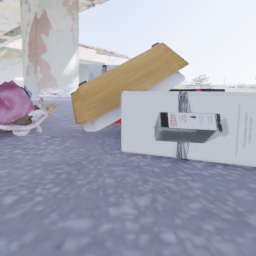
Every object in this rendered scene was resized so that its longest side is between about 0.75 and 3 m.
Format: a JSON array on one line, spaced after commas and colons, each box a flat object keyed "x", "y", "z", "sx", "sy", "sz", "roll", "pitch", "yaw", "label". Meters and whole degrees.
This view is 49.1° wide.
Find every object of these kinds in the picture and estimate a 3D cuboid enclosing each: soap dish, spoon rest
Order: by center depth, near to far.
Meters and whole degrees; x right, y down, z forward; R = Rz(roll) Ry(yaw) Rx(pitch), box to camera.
[{"x": -0.145, "y": -1.065, "z": 7.577, "sx": 2.949, "sy": 1.198, "sz": 2.320, "roll": -31, "pitch": 8, "yaw": -14, "label": "soap dish"}, {"x": -2.720, "y": 0.039, "z": 7.588, "sx": 0.437, "sy": 0.266, "sz": 0.879, "roll": 4, "pitch": 8, "yaw": 27, "label": "spoon rest"}]

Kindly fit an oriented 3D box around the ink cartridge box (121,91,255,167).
[{"x": 1.490, "y": -0.105, "z": 5.326, "sx": 2.751, "sy": 1.140, "sz": 2.019, "roll": 4, "pitch": 7, "yaw": 26, "label": "ink cartridge box"}]

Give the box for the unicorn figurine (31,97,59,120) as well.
[{"x": -3.848, "y": -0.627, "z": 10.336, "sx": 2.253, "sy": 0.832, "sz": 1.547, "roll": 16, "pitch": -28, "yaw": -31, "label": "unicorn figurine"}]

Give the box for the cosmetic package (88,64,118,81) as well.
[{"x": -0.608, "y": -1.809, "z": 11.284, "sx": 1.715, "sy": 1.414, "sz": 1.415, "roll": 3, "pitch": 9, "yaw": 11, "label": "cosmetic package"}]

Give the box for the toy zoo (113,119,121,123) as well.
[{"x": -0.488, "y": -0.425, "z": 10.799, "sx": 2.633, "sy": 0.269, "sz": 1.727, "roll": 2, "pitch": 9, "yaw": 16, "label": "toy zoo"}]

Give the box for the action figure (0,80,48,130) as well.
[{"x": -3.560, "y": -0.147, "z": 6.493, "sx": 1.758, "sy": 1.954, "sz": 2.624, "roll": -40, "pitch": 5, "yaw": 38, "label": "action figure"}]

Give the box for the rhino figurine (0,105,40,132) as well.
[{"x": -3.989, "y": -0.291, "z": 8.066, "sx": 2.685, "sy": 0.803, "sz": 1.174, "roll": -3, "pitch": 8, "yaw": -7, "label": "rhino figurine"}]

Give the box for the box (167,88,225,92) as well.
[{"x": 1.359, "y": -0.493, "z": 7.879, "sx": 2.290, "sy": 1.215, "sz": 1.400, "roll": -1, "pitch": 7, "yaw": -8, "label": "box"}]
